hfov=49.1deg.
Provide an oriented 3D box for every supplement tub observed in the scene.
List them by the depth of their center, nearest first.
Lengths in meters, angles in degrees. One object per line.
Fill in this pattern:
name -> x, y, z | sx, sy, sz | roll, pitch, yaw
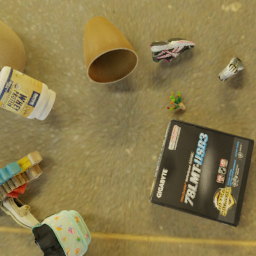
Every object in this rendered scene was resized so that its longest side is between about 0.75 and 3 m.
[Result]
supplement tub -> -3.080, -0.966, 8.258 | 1.590, 1.148, 1.148 | 25, 79, -30

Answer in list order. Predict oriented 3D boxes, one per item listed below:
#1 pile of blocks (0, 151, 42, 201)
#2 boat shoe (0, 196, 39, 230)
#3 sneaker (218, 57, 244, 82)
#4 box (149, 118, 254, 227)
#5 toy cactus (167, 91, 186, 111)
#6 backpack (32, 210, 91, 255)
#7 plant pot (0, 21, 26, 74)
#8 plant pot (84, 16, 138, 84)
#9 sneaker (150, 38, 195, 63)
pile of blocks -> -3.632, 1.762, 8.072 | 2.751, 1.129, 0.855 | -35, 82, -6
boat shoe -> -3.125, 2.490, 8.265 | 1.326, 0.496, 0.454 | 32, 87, 6
sneaker -> 3.238, -1.844, 9.005 | 0.452, 0.695, 1.204 | 53, 44, 5
box -> 2.194, 1.290, 8.416 | 2.602, 0.651, 2.621 | 16, 80, 2
toy cactus -> 1.551, -0.780, 8.933 | 0.624, 0.387, 0.757 | 36, 58, -17
backpack -> -1.740, 2.973, 7.592 | 1.239, 1.616, 1.421 | -23, 78, -33
plant pot -> -4.876, -2.366, 8.375 | 2.920, 1.960, 2.920 | 0, 80, 1
plant pot -> -0.736, -2.554, 8.719 | 1.616, 1.616, 1.734 | -20, 68, -3
sneaker -> 1.414, -2.521, 9.150 | 1.551, 0.623, 0.670 | -11, 124, -16
